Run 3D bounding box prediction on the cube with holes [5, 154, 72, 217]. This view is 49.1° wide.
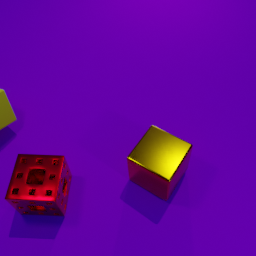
[{"bbox_3d":[-1.751,1.175,5.704,0.939,0.939,0.939,2,56,1],"label":"cube with holes"}]

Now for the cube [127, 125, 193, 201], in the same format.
[{"bbox_3d":[0.661,0.741,5.931,0.987,0.987,0.987,27,60,22],"label":"cube"}]

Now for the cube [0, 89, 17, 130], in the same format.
[{"bbox_3d":[-3.279,-0.403,6.469,0.824,0.824,0.824,14,40,33],"label":"cube"}]
